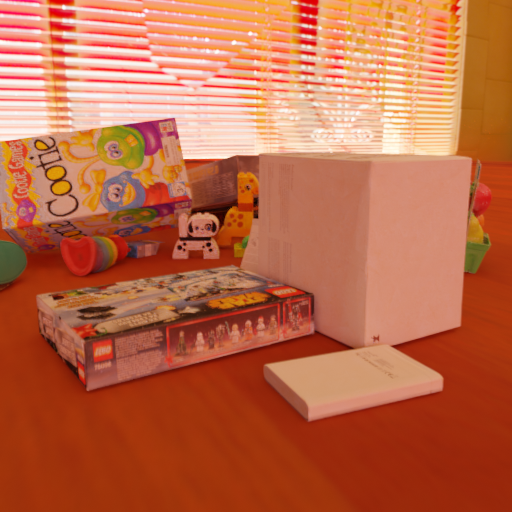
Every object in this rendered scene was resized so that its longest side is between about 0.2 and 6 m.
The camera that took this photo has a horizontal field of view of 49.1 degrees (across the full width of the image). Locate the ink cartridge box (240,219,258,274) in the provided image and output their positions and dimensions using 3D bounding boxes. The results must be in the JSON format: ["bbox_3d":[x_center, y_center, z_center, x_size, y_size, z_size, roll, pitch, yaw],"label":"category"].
[{"bbox_3d":[0.307,-0.007,8.164,1.088,0.959,0.243,11,-8,38],"label":"ink cartridge box"}]

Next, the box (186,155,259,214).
[{"bbox_3d":[-0.359,-1.743,14.097,3.183,0.972,4.020,-8,2,-38],"label":"box"}]

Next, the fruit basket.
[{"bbox_3d":[3.463,-0.682,9.303,0.839,1.791,1.659,5,14,19],"label":"fruit basket"}]

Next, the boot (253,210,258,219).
[{"bbox_3d":[0.839,-0.802,12.285,1.716,0.890,2.627,-15,9,-38],"label":"boot"}]

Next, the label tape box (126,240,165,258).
[{"bbox_3d":[-2.140,-0.139,10.440,0.529,0.244,0.738,8,10,32],"label":"label tape box"}]

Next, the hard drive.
[{"bbox_3d":[0.845,1.093,5.002,1.322,0.176,0.872,-5,13,-23],"label":"hard drive"}]

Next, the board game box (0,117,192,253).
[{"bbox_3d":[-2.858,-1.247,10.151,3.104,1.628,1.599,-11,-12,-11],"label":"board game box"}]

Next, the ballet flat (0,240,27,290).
[{"bbox_3d":[-3.927,0.294,7.617,0.841,0.757,2.233,-22,14,3],"label":"ballet flat"}]

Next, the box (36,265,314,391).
[{"bbox_3d":[-0.885,0.652,6.185,2.568,0.512,1.758,-8,14,-32],"label":"box"}]

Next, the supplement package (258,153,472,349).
[{"bbox_3d":[1.179,-0.218,6.690,1.530,1.989,2.080,-8,15,-31],"label":"supplement package"}]

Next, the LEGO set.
[{"bbox_3d":[0.160,-0.791,10.429,3.372,1.384,1.286,-1,19,-2],"label":"LEGO set"}]

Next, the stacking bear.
[{"bbox_3d":[-2.549,-0.070,9.224,0.669,0.626,1.101,-3,8,26],"label":"stacking bear"}]
